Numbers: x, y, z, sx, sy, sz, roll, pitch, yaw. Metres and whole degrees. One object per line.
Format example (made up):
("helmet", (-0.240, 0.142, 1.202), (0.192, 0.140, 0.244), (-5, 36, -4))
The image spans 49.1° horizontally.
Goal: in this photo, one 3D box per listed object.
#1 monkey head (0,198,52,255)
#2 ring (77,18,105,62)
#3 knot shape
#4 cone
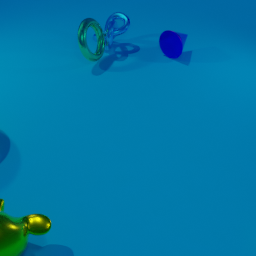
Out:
("monkey head", (-2.266, 1.653, 4.617), (1.840, 1.109, 1.324), (-1, 54, -25))
("ring", (-1.189, -2.898, 9.245), (0.279, 1.397, 1.397), (3, 41, 27))
("knot shape", (-0.546, -3.560, 10.121), (1.413, 0.698, 1.510), (-49, 25, -3))
("cone", (1.804, -3.105, 9.851), (1.010, 1.010, 1.014), (34, 55, 30))
